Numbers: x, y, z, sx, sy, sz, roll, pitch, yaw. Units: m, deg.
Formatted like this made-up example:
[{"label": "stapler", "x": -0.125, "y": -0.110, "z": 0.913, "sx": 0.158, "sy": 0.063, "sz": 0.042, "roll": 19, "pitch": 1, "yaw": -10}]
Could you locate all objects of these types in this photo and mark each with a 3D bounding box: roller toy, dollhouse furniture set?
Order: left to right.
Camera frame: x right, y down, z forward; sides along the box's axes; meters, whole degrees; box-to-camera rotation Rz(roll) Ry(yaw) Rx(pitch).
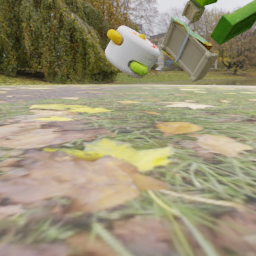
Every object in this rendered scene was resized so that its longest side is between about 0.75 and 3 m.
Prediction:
[{"label": "roller toy", "x": 0.201, "y": -3.242, "z": 11.751, "sx": 2.222, "sy": 1.553, "sz": 2.027, "roll": 37, "pitch": 23, "yaw": 4}, {"label": "dollhouse furniture set", "x": 2.493, "y": -3.153, "z": 8.944, "sx": 1.483, "sy": 1.936, "sz": 2.956, "roll": -34, "pitch": -15, "yaw": -22}]
